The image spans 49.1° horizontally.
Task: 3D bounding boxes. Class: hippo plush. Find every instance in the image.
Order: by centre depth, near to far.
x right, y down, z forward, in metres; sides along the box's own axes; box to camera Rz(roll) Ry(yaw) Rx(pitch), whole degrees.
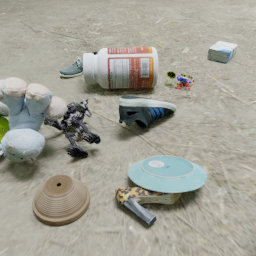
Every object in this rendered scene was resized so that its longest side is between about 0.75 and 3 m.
[{"bbox_3d":[-2.794,-0.100,7.060,2.194,1.747,1.764,-9,58,48],"label":"hippo plush"}]

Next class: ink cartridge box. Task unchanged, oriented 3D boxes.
[{"bbox_3d":[4.618,-3.722,13.661,0.988,0.579,1.349,23,40,28],"label":"ink cartridge box"}]

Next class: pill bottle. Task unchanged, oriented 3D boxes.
[{"bbox_3d":[-0.291,-2.306,10.799,2.756,1.546,1.546,-1,35,-2],"label":"pill bottle"}]

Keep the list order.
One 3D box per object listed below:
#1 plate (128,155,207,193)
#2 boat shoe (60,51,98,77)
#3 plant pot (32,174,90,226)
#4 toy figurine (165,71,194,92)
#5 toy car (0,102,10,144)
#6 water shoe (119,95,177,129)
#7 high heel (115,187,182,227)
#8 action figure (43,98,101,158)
[{"bbox_3d":[0.940,0.995,6.726,1.883,0.241,1.883,0,18,0],"label":"plate"},{"bbox_3d":[-2.095,-2.820,12.290,2.166,0.669,0.789,-29,44,-35],"label":"boat shoe"},{"bbox_3d":[-1.501,1.459,6.232,1.287,0.594,1.287,-1,34,0],"label":"plant pot"},{"bbox_3d":[2.130,-1.866,11.276,1.155,0.609,0.692,20,11,22],"label":"toy figurine"},{"bbox_3d":[-4.087,0.042,7.696,1.806,1.581,1.354,9,-11,-16],"label":"toy car"},{"bbox_3d":[0.582,-0.462,8.839,2.407,0.950,0.861,3,10,-43],"label":"water shoe"},{"bbox_3d":[0.549,1.335,6.410,1.167,0.585,1.637,30,50,33],"label":"high heel"},{"bbox_3d":[-1.598,-0.241,8.095,1.348,1.158,2.269,-39,46,3],"label":"action figure"}]
